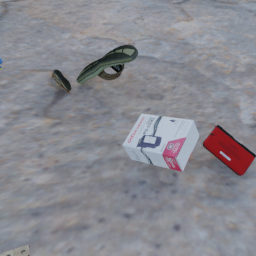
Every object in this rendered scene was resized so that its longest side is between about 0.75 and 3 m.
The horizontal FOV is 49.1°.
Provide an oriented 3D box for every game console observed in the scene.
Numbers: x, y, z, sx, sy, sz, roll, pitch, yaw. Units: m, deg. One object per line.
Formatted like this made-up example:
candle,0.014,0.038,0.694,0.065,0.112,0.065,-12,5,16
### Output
game console,2.679,0.571,7.570,1.277,0.758,1.100,40,70,9

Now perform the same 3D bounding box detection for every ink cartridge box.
ink cartridge box,0.840,0.332,7.277,1.607,0.678,1.164,10,56,37

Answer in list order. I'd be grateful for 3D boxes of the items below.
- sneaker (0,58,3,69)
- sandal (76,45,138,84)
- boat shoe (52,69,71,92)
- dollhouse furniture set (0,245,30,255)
sneaker,-4.916,-2.046,9.824,0.673,1.716,0.566,33,50,-28
sandal,-0.646,-2.000,9.387,2.706,0.772,1.074,-15,32,43
boat shoe,-2.357,-1.629,9.878,0.922,0.340,0.349,54,35,7
dollhouse furniture set,-2.143,2.880,5.428,0.600,0.603,0.856,-14,26,-12
